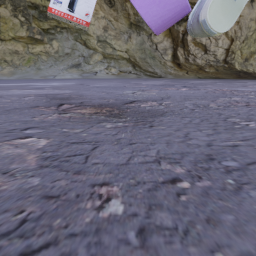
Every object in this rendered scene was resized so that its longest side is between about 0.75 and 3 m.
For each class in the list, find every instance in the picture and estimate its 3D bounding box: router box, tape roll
[{"bbox_3d":[-1.876,-4.212,9.557,1.425,1.279,0.348,16,-7,-15],"label":"router box"},{"bbox_3d":[0.206,-3.074,5.353,0.824,2.511,2.511,-32,2,19],"label":"tape roll"}]

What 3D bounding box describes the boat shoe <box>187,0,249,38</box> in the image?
[{"bbox_3d":[1.945,-2.675,5.411,2.436,0.850,0.867,-51,25,-15],"label":"boat shoe"}]
